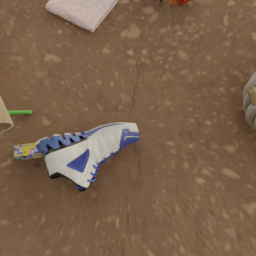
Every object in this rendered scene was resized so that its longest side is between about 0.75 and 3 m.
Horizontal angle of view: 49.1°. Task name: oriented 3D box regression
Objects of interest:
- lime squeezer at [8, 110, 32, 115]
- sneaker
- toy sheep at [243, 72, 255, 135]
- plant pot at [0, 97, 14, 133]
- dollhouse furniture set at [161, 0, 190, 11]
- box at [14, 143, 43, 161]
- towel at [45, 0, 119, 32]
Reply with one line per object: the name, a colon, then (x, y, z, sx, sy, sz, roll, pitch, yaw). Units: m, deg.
lime squeezer: (-4.076, 0.012, 7.621, 2.788, 0.526, 0.985, -39, 72, -16)
sneaker: (-0.914, 0.791, 7.120, 2.548, 1.029, 1.472, -12, 81, -12)
toy sheep: (3.923, -0.847, 7.271, 1.933, 1.933, 2.804, 28, 64, 11)
plant pot: (-3.297, -0.748, 5.026, 1.850, 1.850, 1.975, -18, 87, -7)
dollhouse furniture set: (1.560, -4.980, 9.634, 1.688, 0.870, 1.670, -33, 84, -15)
box: (-2.496, 0.602, 7.467, 0.986, 0.317, 0.345, -7, 68, -4)
towel: (-1.511, -4.292, 9.538, 1.933, 0.312, 1.847, 29, 70, 12)
